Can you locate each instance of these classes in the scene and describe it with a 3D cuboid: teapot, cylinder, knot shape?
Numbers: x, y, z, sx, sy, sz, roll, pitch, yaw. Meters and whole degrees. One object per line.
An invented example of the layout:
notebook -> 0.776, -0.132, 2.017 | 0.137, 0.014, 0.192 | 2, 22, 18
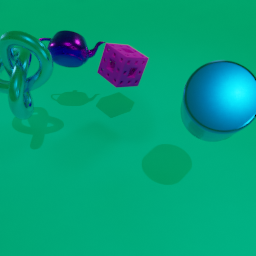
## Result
teapot -> -1.574, -2.244, 7.788 | 1.856, 1.154, 0.909 | 5, 78, -4
cylinder -> 1.481, -0.391, 4.700 | 1.140, 1.140, 1.140 | -1, 81, 8
knot shape -> -2.495, -1.103, 6.422 | 1.965, 1.839, 0.908 | -6, 1, 44

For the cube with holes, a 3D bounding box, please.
cube with holes -> -0.154, -1.756, 7.865 | 0.888, 0.888, 0.888 | -12, 43, -45
